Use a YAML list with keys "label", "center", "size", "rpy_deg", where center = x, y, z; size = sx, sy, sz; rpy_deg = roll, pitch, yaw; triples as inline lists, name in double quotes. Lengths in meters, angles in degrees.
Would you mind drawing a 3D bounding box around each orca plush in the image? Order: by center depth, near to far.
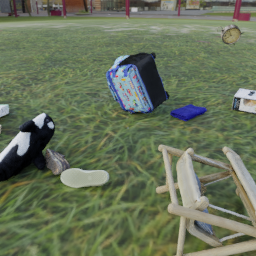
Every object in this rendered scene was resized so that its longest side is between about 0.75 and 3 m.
- label: "orca plush"
  center: [-2.606, 0.709, 7.293]
  size: [1.033, 1.529, 2.906]
  rpy_deg: [33, 28, -2]

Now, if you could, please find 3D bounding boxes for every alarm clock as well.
- label: "alarm clock"
  center: [3.815, -3.601, 10.643]
  size: [1.048, 0.707, 0.349]
  rpy_deg: [16, 44, -21]

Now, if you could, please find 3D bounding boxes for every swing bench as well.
- label: "swing bench"
  center: [1.691, 1.400, 5.484]
  size: [2.114, 1.371, 2.102]
  rpy_deg: [1, 26, 1]

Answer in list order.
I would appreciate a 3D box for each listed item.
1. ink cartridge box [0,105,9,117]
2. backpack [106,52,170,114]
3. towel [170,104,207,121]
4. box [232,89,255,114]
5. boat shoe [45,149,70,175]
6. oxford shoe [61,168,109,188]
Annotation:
- label: "ink cartridge box"
  center: [-5.267, -0.559, 10.142]
  size: [1.312, 0.408, 1.630]
  rpy_deg: [-1, 11, -2]
- label: "backpack"
  center: [0.079, -1.717, 10.968]
  size: [2.420, 2.210, 1.628]
  rpy_deg: [11, 43, 47]
- label: "towel"
  center: [2.313, -0.583, 10.734]
  size: [1.183, 0.293, 0.874]
  rpy_deg: [-19, 25, -33]
- label: "box"
  center: [5.305, -0.991, 11.144]
  size: [1.997, 0.600, 1.164]
  rpy_deg: [14, 30, 26]
- label: "boat shoe"
  center: [-1.924, 0.920, 7.599]
  size: [0.440, 0.447, 1.201]
  rpy_deg: [6, 19, -36]
- label: "oxford shoe"
  center: [-1.056, 1.248, 6.949]
  size: [1.268, 0.477, 0.366]
  rpy_deg: [-3, -14, 12]
